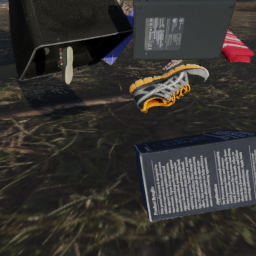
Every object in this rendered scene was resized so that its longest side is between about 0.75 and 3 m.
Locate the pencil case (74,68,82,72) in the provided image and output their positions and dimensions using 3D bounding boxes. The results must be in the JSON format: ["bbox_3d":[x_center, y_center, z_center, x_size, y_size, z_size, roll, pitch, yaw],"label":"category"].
[{"bbox_3d":[-2.261,-2.754,9.315,2.038,0.924,0.847,36,56,-12],"label":"pencil case"}]

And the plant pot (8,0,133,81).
[{"bbox_3d":[-1.712,-2.713,6.903,2.399,2.128,2.393,-22,3,-30],"label":"plant pot"}]

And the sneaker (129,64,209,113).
[{"bbox_3d":[0.760,-0.684,5.021,1.423,0.557,0.550,-18,66,9],"label":"sneaker"}]

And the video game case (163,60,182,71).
[{"bbox_3d":[1.790,-2.504,10.364,0.870,0.156,0.789,-32,-3,-33],"label":"video game case"}]

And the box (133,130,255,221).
[{"bbox_3d":[0.932,0.561,3.837,1.576,0.844,1.169,-8,3,-1],"label":"box"}]

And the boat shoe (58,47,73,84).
[{"bbox_3d":[-1.232,-1.219,5.496,0.243,0.774,0.283,-4,-14,9],"label":"boat shoe"}]

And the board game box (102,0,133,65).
[{"bbox_3d":[-0.961,-3.575,9.226,2.278,1.816,1.103,44,11,18],"label":"board game box"}]

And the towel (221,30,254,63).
[{"bbox_3d":[2.262,-2.940,7.970,2.937,0.330,2.124,51,34,15],"label":"towel"}]

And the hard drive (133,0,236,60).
[{"bbox_3d":[1.077,-2.025,5.829,1.947,1.359,0.320,-1,51,0],"label":"hard drive"}]
